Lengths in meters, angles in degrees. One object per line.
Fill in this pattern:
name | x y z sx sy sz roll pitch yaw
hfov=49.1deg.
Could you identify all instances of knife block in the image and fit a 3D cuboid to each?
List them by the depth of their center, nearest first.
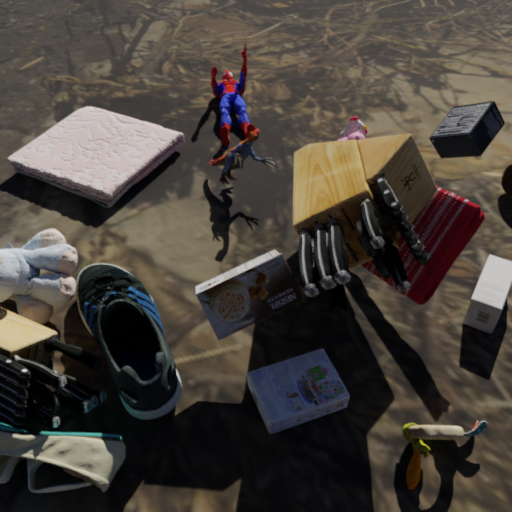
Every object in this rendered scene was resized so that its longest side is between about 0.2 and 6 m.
knife block | -3.625 1.498 8.525 2.499 0.911 2.847 8 15 -25
knife block | 1.211 -0.512 9.086 3.250 1.184 3.702 -46 29 -21

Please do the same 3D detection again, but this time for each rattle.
rattle | 2.673 2.717 7.758 1.234 0.804 0.882 13 51 -25

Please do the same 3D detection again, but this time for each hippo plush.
hippo plush | -4.073 0.081 9.238 2.018 1.622 1.607 31 85 25

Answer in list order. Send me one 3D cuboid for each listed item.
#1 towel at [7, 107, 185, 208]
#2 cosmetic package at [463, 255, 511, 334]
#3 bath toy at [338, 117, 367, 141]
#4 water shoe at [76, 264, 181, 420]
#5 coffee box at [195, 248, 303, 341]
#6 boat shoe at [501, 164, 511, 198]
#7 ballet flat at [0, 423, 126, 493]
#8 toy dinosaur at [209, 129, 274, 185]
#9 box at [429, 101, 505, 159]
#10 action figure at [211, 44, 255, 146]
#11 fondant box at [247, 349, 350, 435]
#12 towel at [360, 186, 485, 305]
towel | -3.646 -2.420 12.999 2.991 0.482 2.857 21 49 20
cosmetic package | 4.063 0.648 9.696 0.527 0.669 1.243 20 46 22
bath toy | 2.185 -2.533 12.932 0.865 0.735 1.989 13 45 12
water shoe | -2.056 0.957 8.900 1.194 1.318 3.340 -22 48 -21
coffee box | -0.115 0.567 8.455 1.410 0.807 0.562 -25 10 -2
boat shoe | 6.537 -1.107 11.301 1.163 1.094 3.054 -12 44 -29
ballet flat | -3.110 2.693 7.537 2.634 0.915 0.915 6 44 5
toy dinosaur | -0.422 -2.176 11.793 1.538 1.395 0.807 38 32 23
box | 2.736 -1.622 7.288 0.644 0.400 0.649 -49 27 -17
action figure | -0.620 -4.251 14.225 1.001 1.518 3.067 -5 42 -6
fondant box | 0.624 2.029 8.482 1.291 0.376 0.931 -15 46 -14
towel | 2.546 -0.503 10.023 0.294 1.893 2.618 22 12 -41
